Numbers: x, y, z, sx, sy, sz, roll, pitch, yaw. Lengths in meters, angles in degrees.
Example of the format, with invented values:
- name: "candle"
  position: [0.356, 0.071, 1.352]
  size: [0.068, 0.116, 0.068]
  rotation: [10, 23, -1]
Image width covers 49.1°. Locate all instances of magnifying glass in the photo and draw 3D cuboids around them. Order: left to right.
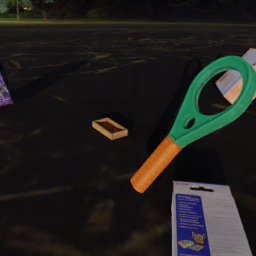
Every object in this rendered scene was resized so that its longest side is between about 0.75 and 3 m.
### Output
- name: "magnifying glass"
  position: [0.880, 0.013, 4.167]
  size: [0.275, 2.456, 0.978]
  rotation: [29, 19, -35]

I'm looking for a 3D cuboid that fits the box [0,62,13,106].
- name: "box"
  position: [-4.032, -1.263, 8.266]
  size: [0.897, 1.213, 0.633]
  rotation: [-17, 40, -10]

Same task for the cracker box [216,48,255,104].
- name: "cracker box"
  position: [3.544, -1.534, 8.412]
  size: [0.681, 1.581, 2.360]
  rotation: [43, 21, -4]

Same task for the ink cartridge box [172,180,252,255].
- name: "ink cartridge box"
  position: [1.044, 1.386, 3.708]
  size: [0.906, 0.355, 1.914]
  rotation: [4, 27, 7]

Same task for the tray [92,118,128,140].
- name: "tray"
  position: [-0.456, 0.009, 6.975]
  size: [0.464, 0.174, 0.940]
  rotation: [-15, 29, -32]
